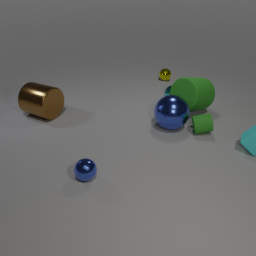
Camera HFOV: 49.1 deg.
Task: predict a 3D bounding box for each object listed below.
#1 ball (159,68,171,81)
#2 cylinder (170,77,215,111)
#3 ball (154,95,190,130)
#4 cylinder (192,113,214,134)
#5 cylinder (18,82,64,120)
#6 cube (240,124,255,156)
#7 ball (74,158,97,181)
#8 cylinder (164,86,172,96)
[{"bbox_3d":[2.121,-3.045,15.956,0.700,0.700,0.700,0,30,0],"label":"ball"},{"bbox_3d":[2.763,-1.455,11.996,1.400,1.400,1.400,-8,28,-43],"label":"cylinder"},{"bbox_3d":[1.740,-0.626,11.135,1.400,1.400,1.400,0,30,0],"label":"ball"},{"bbox_3d":[2.900,-0.169,10.907,0.700,0.700,0.700,-10,29,8],"label":"cylinder"},{"bbox_3d":[-3.727,-1.183,12.089,1.400,1.400,1.400,15,34,24],"label":"cylinder"},{"bbox_3d":[4.466,0.408,9.795,0.700,0.700,0.700,45,36,-1],"label":"cube"},{"bbox_3d":[-1.302,1.275,8.589,0.700,0.700,0.700,0,30,0],"label":"ball"},{"bbox_3d":[2.238,-1.616,13.526,0.700,0.700,0.700,-22,37,-33],"label":"cylinder"}]
